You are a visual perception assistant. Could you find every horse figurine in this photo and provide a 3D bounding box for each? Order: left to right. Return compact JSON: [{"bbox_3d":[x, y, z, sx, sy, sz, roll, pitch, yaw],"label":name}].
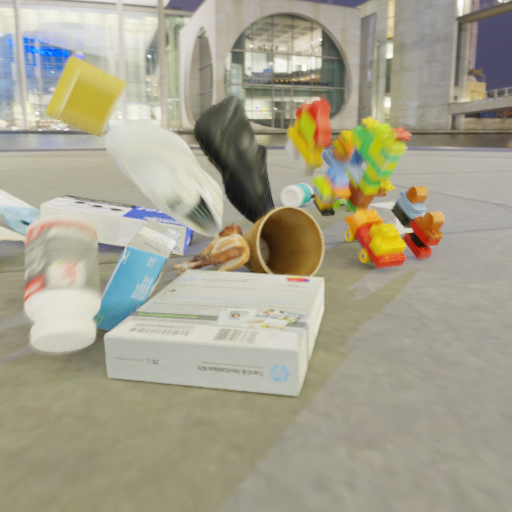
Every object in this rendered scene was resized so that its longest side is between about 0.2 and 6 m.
[{"bbox_3d":[-0.535,-0.014,7.786,1.184,0.446,1.786,-28,10,-11],"label":"horse figurine"}]

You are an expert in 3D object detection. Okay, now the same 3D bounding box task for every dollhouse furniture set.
[{"bbox_3d":[2.421,-1.626,14.784,0.876,0.676,1.752,0,14,-1],"label":"dollhouse furniture set"}]

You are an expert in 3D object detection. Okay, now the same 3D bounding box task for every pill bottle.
[{"bbox_3d":[-1.826,0.260,5.291,0.673,1.162,0.673,-9,-26,-4],"label":"pill bottle"},{"bbox_3d":[1.125,-1.607,14.876,0.600,0.600,1.083,8,16,28],"label":"pill bottle"}]

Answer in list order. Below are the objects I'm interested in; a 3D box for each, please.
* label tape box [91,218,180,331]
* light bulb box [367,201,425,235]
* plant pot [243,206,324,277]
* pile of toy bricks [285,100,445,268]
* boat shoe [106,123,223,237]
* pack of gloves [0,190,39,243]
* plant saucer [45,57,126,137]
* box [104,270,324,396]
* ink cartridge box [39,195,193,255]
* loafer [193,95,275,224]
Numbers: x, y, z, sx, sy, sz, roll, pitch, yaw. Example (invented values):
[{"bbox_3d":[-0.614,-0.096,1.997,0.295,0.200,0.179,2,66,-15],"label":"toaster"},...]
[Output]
[{"bbox_3d":[-1.338,0.280,6.190,0.477,1.034,1.443,27,16,-9],"label":"label tape box"},{"bbox_3d":[2.907,-0.802,11.710,0.878,0.548,0.870,-9,16,-31],"label":"light bulb box"},{"bbox_3d":[0.222,-0.113,8.213,1.085,1.085,1.164,-8,0,-28],"label":"plant pot"},{"bbox_3d":[1.943,-1.466,9.275,1.848,1.644,3.330,-6,48,-27],"label":"pile of toy bricks"},{"bbox_3d":[-1.098,-0.979,7.843,0.892,0.810,2.425,-25,-27,21],"label":"boat shoe"},{"bbox_3d":[-4.954,-0.566,10.069,3.470,0.685,2.916,24,10,27],"label":"pack of gloves"},{"bbox_3d":[-2.543,-2.355,8.491,0.962,0.962,0.233,18,19,-41],"label":"plant saucer"},{"bbox_3d":[-0.267,0.677,5.900,1.778,0.469,2.280,3,15,11],"label":"box"},{"bbox_3d":[-2.442,-0.576,10.102,2.518,0.557,1.184,9,14,0],"label":"ink cartridge box"},{"bbox_3d":[-0.139,-1.521,9.809,0.951,2.800,0.983,29,70,36],"label":"loafer"}]
